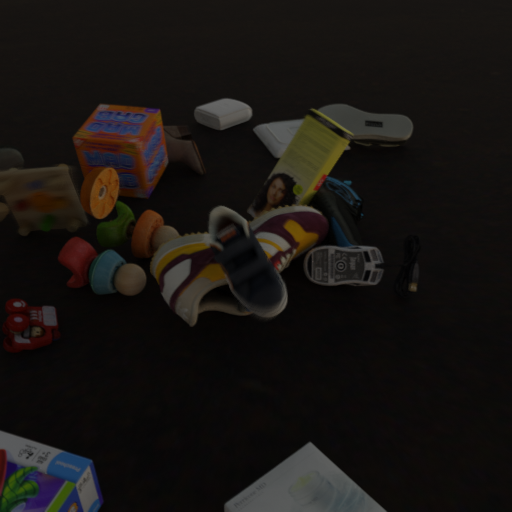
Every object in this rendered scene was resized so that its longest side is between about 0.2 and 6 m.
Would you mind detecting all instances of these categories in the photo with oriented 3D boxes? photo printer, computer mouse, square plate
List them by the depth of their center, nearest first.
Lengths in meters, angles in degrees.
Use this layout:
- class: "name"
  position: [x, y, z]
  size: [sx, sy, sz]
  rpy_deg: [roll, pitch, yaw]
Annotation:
- class: "computer mouse"
  position: [1.796, 0.146, 9.572]
  size: [1.942, 1.065, 0.426]
  rpy_deg: [2, 2, 15]
- class: "square plate"
  position: [1.180, -3.249, 15.094]
  size: [2.084, 0.299, 2.103]
  rpy_deg: [-10, 35, -14]
- class: "photo printer"
  position: [-0.904, -4.139, 16.244]
  size: [1.402, 0.487, 1.167]
  rpy_deg: [-29, 43, -35]

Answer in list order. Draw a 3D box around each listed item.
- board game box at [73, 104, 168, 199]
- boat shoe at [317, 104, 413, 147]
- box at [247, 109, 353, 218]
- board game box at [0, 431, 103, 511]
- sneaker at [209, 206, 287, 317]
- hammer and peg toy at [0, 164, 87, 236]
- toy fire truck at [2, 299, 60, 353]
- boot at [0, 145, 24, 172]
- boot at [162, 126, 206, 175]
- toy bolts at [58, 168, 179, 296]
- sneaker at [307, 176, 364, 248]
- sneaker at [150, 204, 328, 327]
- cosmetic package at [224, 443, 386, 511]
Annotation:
- class: "board game box"
  position: [-2.942, -2.329, 12.458]
  size: [1.442, 1.442, 1.443]
  rpy_deg: [7, 44, 10]
- class: "boat shoe"
  position: [2.760, -3.293, 14.703]
  size: [2.546, 0.811, 0.900]
  rpy_deg: [11, 73, 6]
- class: "box"
  position: [0.817, -1.537, 10.600]
  size: [0.873, 2.319, 0.581]
  rpy_deg: [38, 18, 19]
- class: "board game box"
  position: [-3.695, 2.744, 5.641]
  size: [3.439, 0.770, 2.312]
  rpy_deg: [11, 35, 15]
- class: "sneaker"
  position: [-0.211, 0.048, 7.986]
  size: [0.714, 0.723, 1.821]
  rpy_deg: [-32, 56, -5]
- class: "hammer and peg toy"
  position: [-4.380, -1.065, 10.728]
  size: [1.946, 1.432, 0.686]
  rpy_deg: [-3, 42, 5]
- class: "toy fire truck"
  position: [-3.388, 1.063, 8.482]
  size: [0.782, 0.522, 0.931]
  rpy_deg: [4, 30, -28]
- class: "boot"
  position: [-6.033, -1.332, 11.862]
  size: [2.689, 0.910, 1.756]
  rpy_deg: [-27, 47, -24]
- class: "boot"
  position: [-2.126, -2.459, 13.642]
  size: [1.394, 0.670, 1.906]
  rpy_deg: [-20, 52, -5]
- class: "toy bolts"
  position: [-2.260, -0.300, 9.531]
  size: [1.395, 1.921, 2.011]
  rpy_deg: [16, 55, 13]
- class: "sneaker"
  position: [1.662, -0.901, 10.908]
  size: [1.141, 1.020, 2.786]
  rpy_deg: [-3, 35, -8]
- class: "sneaker"
  position: [0.013, 0.220, 9.268]
  size: [3.301, 1.237, 1.487]
  rpy_deg: [-19, 54, -24]
- class: "cosmetic package"
  position: [0.509, 2.771, 5.638]
  size: [1.204, 0.742, 1.208]
  rpy_deg: [-25, 39, -32]
